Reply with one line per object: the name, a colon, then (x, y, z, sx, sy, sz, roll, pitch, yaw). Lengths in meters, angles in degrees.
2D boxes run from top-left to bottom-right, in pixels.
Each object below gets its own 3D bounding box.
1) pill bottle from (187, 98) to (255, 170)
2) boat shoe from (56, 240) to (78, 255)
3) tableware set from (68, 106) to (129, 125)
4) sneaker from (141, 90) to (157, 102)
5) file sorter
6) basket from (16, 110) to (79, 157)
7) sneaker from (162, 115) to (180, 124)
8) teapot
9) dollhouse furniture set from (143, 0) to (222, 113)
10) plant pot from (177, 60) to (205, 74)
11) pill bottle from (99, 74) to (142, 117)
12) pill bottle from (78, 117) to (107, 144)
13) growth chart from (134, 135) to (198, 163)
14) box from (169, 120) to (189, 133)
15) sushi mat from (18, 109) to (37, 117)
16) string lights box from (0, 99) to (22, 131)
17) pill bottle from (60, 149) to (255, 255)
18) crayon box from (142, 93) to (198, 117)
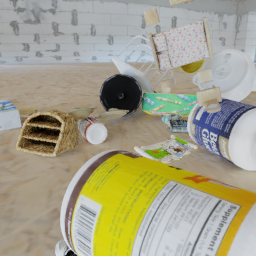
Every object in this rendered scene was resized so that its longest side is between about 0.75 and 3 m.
pill bottle: (2.826, 0.141, 7.016, 1.512, 1.512, 2.723, -6, 17, -20)
boat shoe: (-0.782, 1.749, 3.852, 0.309, 0.274, 0.840, -11, 20, -32)
tableware set: (-1.284, -0.339, 9.374, 2.009, 0.279, 2.405, -2, -12, -33)
sneaker: (0.499, -1.751, 14.522, 2.252, 0.804, 0.900, -4, 13, -18)
file sorter: (0.871, -2.580, 12.723, 1.853, 1.662, 2.670, 36, -6, 31)
basket: (-2.315, 0.087, 7.966, 1.511, 1.079, 1.126, 8, 18, 27)
sneaker: (1.584, -0.350, 10.793, 0.894, 0.347, 0.408, -1, 10, -38)
teapot: (4.985, -2.307, 14.005, 2.150, 2.906, 2.944, 30, 32, -49)
dollhouse furniture set: (1.164, -1.548, 5.844, 1.316, 2.539, 1.124, -12, 21, 12)
plant pot: (2.479, -3.231, 12.317, 1.561, 1.561, 1.108, -9, 22, -27)
pill bottle: (-0.271, -1.406, 11.719, 1.623, 1.623, 2.902, 0, 8, -1)
pill bottle: (-1.167, 0.028, 8.865, 0.667, 0.667, 1.218, -8, 19, -24)
growth chart: (1.099, 0.595, 7.915, 1.786, 0.158, 1.292, -13, 22, -35)
box: (2.020, -0.067, 9.905, 1.090, 0.251, 0.867, 1, 17, 2)
sushi mat: (-5.062, -0.677, 12.142, 2.062, 0.125, 0.986, 1, 18, 5)
string lights box: (-4.847, -0.497, 10.538, 1.138, 0.653, 2.215, -14, 22, -28)
pill bottle: (0.652, 1.286, 3.131, 2.854, 1.559, 1.559, 15, 22, 40)
crayon box: (1.927, -0.883, 11.069, 2.515, 0.733, 1.494, 5, -1, 14)
